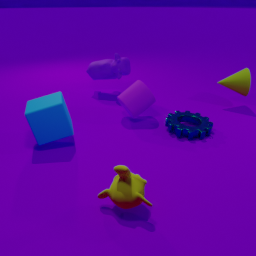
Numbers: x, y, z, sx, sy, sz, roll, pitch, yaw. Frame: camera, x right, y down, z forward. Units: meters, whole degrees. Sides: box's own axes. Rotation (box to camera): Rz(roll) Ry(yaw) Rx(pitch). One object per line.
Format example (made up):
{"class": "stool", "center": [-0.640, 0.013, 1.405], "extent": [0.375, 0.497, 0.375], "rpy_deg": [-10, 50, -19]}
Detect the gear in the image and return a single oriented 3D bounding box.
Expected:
{"class": "gear", "center": [1.748, -0.110, 8.043], "extent": [1.317, 0.244, 1.317], "rpy_deg": [3, 29, -2]}

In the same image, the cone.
{"class": "cone", "center": [3.518, -1.543, 9.509], "extent": [0.954, 0.951, 0.951], "rpy_deg": [0, 26, 6]}

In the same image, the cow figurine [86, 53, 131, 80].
{"class": "cow figurine", "center": [-0.756, -2.228, 10.540], "extent": [1.701, 0.933, 1.673], "rpy_deg": [-6, 7, 1]}

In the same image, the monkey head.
{"class": "monkey head", "center": [-0.060, 1.060, 4.951], "extent": [1.062, 0.764, 0.640], "rpy_deg": [1, 56, 26]}

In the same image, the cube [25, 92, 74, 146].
{"class": "cube", "center": [-1.992, -0.259, 7.162], "extent": [0.920, 0.920, 0.920], "rpy_deg": [-18, 28, -7]}

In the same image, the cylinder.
{"class": "cylinder", "center": [0.257, -0.875, 8.612], "extent": [0.870, 0.870, 0.870], "rpy_deg": [-40, 34, -3]}
